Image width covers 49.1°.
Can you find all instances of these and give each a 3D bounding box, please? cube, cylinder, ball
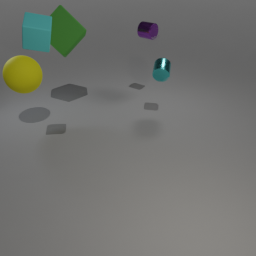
[{"bbox_3d":[-2.437,-2.565,7.523,0.700,0.700,0.700,4,50,-16],"label":"cube"},{"bbox_3d":[1.370,-2.357,11.352,0.700,0.700,0.700,5,51,9],"label":"cylinder"},{"bbox_3d":[0.893,-4.377,12.571,0.700,0.700,0.700,23,37,31],"label":"cylinder"},{"bbox_3d":[-3.936,-1.998,10.500,1.400,1.400,1.400,0,30,0],"label":"ball"},{"bbox_3d":[-2.735,-3.995,11.763,1.400,1.400,1.400,-48,15,1],"label":"cube"}]
